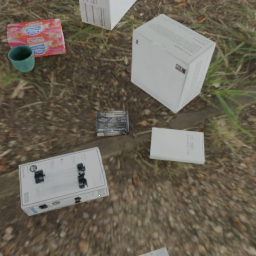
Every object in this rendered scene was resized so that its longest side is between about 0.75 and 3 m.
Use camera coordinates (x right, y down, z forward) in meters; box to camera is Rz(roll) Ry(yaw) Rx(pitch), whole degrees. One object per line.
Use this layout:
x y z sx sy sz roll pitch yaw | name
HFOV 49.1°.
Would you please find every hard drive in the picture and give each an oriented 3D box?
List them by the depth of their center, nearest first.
1.535 0.540 8.759 1.631 0.214 1.076 6 55 4 | hard drive

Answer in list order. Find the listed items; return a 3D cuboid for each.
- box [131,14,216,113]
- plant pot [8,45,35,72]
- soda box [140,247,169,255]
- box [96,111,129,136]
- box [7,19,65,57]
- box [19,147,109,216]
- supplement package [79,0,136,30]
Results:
1.380 -2.143 9.401 1.464 2.239 2.228 -38 63 -26 | box
-3.968 -2.569 10.631 0.891 0.715 0.891 0 56 0 | plant pot
-0.157 3.497 6.330 2.386 0.815 0.757 -14 56 -9 | soda box
-0.521 -0.157 9.220 1.064 0.257 0.843 -2 55 -2 | box
-3.597 -3.513 11.108 2.021 1.037 0.957 -9 56 -8 | box
-1.765 1.468 7.823 2.275 0.684 1.327 -14 56 -9 | box
-0.799 -6.064 12.201 1.514 2.126 2.730 22 58 15 | supplement package
